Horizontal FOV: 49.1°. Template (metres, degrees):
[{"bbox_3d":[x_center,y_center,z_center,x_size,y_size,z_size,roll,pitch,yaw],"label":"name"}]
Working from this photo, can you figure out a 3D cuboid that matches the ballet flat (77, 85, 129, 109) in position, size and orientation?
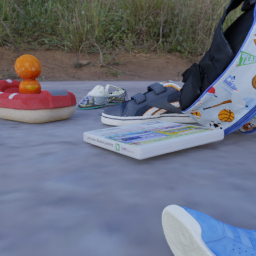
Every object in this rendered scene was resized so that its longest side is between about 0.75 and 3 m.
[{"bbox_3d":[-0.990,-1.312,11.412,0.934,0.934,2.598,10,15,43],"label":"ballet flat"}]

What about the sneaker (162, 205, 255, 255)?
[{"bbox_3d":[0.748,0.806,1.876,0.604,0.417,1.087,-13,20,-28],"label":"sneaker"}]

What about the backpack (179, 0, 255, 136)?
[{"bbox_3d":[2.353,-1.091,6.061,2.213,2.873,2.737,36,43,5],"label":"backpack"}]

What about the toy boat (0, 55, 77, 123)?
[{"bbox_3d":[-2.960,-1.232,8.405,2.877,1.881,1.878,8,14,35],"label":"toy boat"}]

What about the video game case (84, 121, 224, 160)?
[{"bbox_3d":[0.454,0.154,5.393,2.023,0.223,1.841,-9,12,-35],"label":"video game case"}]

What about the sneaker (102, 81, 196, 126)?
[{"bbox_3d":[0.700,-0.704,7.749,2.927,1.162,1.148,-4,13,-14],"label":"sneaker"}]
